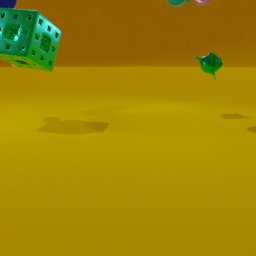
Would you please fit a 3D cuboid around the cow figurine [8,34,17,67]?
[{"bbox_3d":[-3.901,-2.679,9.289,0.628,1.125,1.144,-28,34,-8],"label":"cow figurine"}]

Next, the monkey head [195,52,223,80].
[{"bbox_3d":[2.988,-2.259,10.177,0.719,1.193,0.859,-36,-23,4],"label":"monkey head"}]

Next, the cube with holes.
[{"bbox_3d":[-2.963,-2.535,8.191,1.297,1.297,1.297,11,-3,17],"label":"cube with holes"}]

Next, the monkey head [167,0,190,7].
[{"bbox_3d":[1.706,-4.601,9.442,0.778,0.929,1.291,9,18,23],"label":"monkey head"}]

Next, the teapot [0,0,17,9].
[{"bbox_3d":[-3.871,-4.042,8.546,0.682,1.393,0.866,45,27,18],"label":"teapot"}]

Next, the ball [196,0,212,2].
[{"bbox_3d":[2.078,-3.981,7.448,1.157,1.157,1.157,0,14,0],"label":"ball"}]
